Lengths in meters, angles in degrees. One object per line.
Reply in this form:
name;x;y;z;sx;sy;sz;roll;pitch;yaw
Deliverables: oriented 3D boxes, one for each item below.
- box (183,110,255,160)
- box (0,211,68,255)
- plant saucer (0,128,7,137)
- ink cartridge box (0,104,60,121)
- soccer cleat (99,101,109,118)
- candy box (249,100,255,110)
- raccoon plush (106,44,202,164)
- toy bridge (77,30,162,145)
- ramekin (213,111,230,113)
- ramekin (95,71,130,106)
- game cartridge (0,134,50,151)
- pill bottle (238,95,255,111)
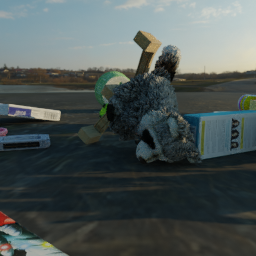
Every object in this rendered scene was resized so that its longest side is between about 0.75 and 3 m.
box;2.080;0.088;5.842;2.046;0.842;0.503;-5;10;-29
box;-1.242;1.073;0.653;1.815;0.529;2.650;8;12;39
plant saucer;-3.582;0.199;6.947;1.106;0.280;1.106;-1;10;0
ink cartridge box;-4.052;-0.624;10.673;2.112;0.429;2.108;9;2;42
soccer cleat;0.089;-0.391;9.229;1.136;0.946;2.803;29;-18;-37
candy box;5.483;-0.543;9.961;1.615;0.774;2.798;3;9;10
raccoon plush;0.807;-0.636;5.455;1.406;2.905;1.946;30;-13;-40
toy bridge;-0.163;-0.787;6.399;0.400;2.937;0.987;46;30;19
ramekin;3.162;-0.242;8.939;1.057;0.516;1.057;0;9;0
ramekin;-0.656;-1.930;14.940;2.081;2.081;1.017;-3;17;-20
game cartridge;-2.418;0.319;6.417;1.203;0.250;0.801;-3;5;-17
pill bottle;5.899;-1.043;12.765;0.906;0.906;1.737;-2;9;-15
